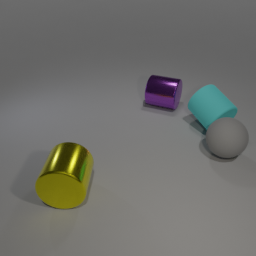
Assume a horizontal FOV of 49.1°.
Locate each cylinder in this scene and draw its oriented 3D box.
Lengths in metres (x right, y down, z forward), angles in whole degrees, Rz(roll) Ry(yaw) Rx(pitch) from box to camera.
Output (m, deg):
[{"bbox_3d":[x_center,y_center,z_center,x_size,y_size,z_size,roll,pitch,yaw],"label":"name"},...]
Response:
[{"bbox_3d":[-1.794,1.358,8.155,1.400,1.400,1.400,2,32,3],"label":"cylinder"},{"bbox_3d":[1.655,-1.662,12.933,1.400,1.400,1.400,13,35,20],"label":"cylinder"},{"bbox_3d":[3.359,-0.775,11.208,1.400,1.400,1.400,-19,57,-27],"label":"cylinder"}]

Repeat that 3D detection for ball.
[{"bbox_3d":[3.404,0.330,9.654,1.400,1.400,1.400,0,32,0],"label":"ball"}]
